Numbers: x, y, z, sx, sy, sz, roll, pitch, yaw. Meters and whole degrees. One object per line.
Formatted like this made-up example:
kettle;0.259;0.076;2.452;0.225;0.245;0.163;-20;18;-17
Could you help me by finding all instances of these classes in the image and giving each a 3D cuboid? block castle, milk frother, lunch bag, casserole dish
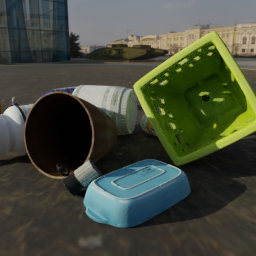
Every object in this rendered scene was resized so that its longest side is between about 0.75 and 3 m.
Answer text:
block castle;-4.994;-0.230;9.469;2.950;1.384;1.971;-7;18;-23
milk frother;-1.113;0.949;6.219;0.731;0.777;0.701;-37;6;-3
lunch bag;-3.459;-1.456;14.640;1.814;1.133;2.409;-13;9;-35
casserole dish;0.247;1.256;6.066;2.577;0.500;1.561;-14;21;-41

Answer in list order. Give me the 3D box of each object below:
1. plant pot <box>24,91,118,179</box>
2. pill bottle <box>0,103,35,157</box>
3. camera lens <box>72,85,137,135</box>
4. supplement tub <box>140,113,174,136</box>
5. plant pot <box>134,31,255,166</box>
plant pot;-1.238;0.164;7.636;2.073;2.073;2.218;8;3;24
pill bottle;-2.832;-0.007;8.510;2.616;1.522;1.522;-12;21;-37
camera lens;-0.907;-0.647;10.184;2.198;1.759;1.759;5;17;14
supplement tub;1.113;-0.116;10.002;0.849;0.849;1.174;-16;23;-42
plant pot;2.180;-0.794;8.077;2.643;2.656;2.410;-30;-6;27
